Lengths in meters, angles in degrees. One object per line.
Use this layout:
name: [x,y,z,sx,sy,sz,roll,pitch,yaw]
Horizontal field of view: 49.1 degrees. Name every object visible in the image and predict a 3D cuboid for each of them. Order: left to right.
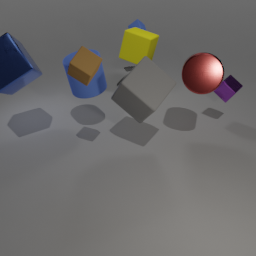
cube: [-4.014,-2.101,9.489,1.400,1.400,1.400,-34,6,-1]
cube: [-1.269,-1.800,8.188,0.700,0.700,0.700,32,66,-7]
cylinder: [-1.615,-2.064,10.658,1.400,1.400,1.400,-7,37,5]
cube: [0.542,-5.444,15.551,0.700,0.700,0.700,14,55,-53]
cube: [0.556,-4.099,14.084,1.400,1.400,1.400,23,31,12]
cube: [0.503,-1.267,9.571,1.400,1.400,1.400,40,66,-3]
cylinder: [2.653,-1.998,10.094,1.400,1.400,1.400,6,16,10]
cube: [4.127,-1.619,11.553,0.700,0.700,0.700,46,56,10]
